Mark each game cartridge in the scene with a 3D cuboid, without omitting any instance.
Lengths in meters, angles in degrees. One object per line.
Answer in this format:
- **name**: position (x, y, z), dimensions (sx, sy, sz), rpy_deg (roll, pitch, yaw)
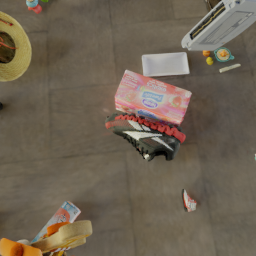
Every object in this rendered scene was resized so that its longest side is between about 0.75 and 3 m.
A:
- **game cartridge**: position (2.865, -3.070, 8.282), dimensions (1.560, 2.340, 0.474), rpy_deg (-4, 74, -29)

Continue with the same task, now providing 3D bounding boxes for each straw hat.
- **straw hat**: position (-4.779, -3.142, 10.854), dimensions (2.529, 1.070, 2.529), rpy_deg (-1, 108, -2)

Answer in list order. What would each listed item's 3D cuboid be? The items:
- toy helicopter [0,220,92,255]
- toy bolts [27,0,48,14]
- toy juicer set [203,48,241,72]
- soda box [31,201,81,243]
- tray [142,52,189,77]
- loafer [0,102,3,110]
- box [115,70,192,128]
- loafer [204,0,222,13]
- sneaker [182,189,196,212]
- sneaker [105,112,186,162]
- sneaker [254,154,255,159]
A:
- **toy helicopter**: position (-1.810, 2.685, 6.596), dimensions (1.937, 2.929, 1.155), rpy_deg (6, 57, -34)
- **toy bolts**: position (-3.975, -5.634, 11.759), dimensions (1.192, 0.866, 1.248), rpy_deg (20, 75, 6)
- **toy juicer set**: position (3.674, -2.813, 11.193), dimensions (0.973, 0.416, 1.530), rpy_deg (-39, 78, -10)
- **soda box**: position (-2.409, 3.347, 9.315), dimensions (0.593, 0.637, 1.864), rpy_deg (37, 77, 10)
- **tray**: position (1.491, -2.513, 11.219), dimensions (1.811, 0.201, 0.973), rpy_deg (-4, 75, -1)
- **loafer**: position (-5.443, -0.707, 10.557), dimensions (1.357, 0.476, 0.461), rpy_deg (-20, 74, -5)
- **box**: position (0.876, -0.985, 10.226), dimensions (2.491, 1.278, 1.179), rpy_deg (20, 75, 5)
- **loafer**: position (3.605, -5.368, 11.795), dimensions (0.666, 0.651, 1.824), rpy_deg (-23, 75, -6)
- **sneaker**: position (2.131, 2.501, 9.763), dimensions (0.419, 0.261, 0.781), rpy_deg (-7, 78, -3)
- **sneaker**: position (0.503, 0.374, 9.948), dimensions (2.944, 1.040, 1.438), rpy_deg (16, 73, 3)
- **sneaker**: position (3.782, 0.984, 7.031), dimensions (0.701, 1.601, 0.596), rpy_deg (-31, 106, 13)
